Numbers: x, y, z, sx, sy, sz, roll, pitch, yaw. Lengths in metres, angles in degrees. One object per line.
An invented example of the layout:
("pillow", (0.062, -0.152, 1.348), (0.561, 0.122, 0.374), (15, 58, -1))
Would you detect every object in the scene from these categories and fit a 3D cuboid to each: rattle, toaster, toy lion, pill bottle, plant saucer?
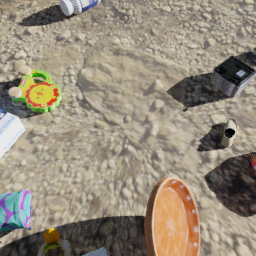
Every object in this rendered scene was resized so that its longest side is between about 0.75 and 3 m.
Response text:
("rattle", (-1.984, 3.479, 7.197), (0.921, 1.011, 1.415), (23, 50, -7))
("toaster", (4.120, -2.026, 11.090), (1.401, 0.832, 1.267), (-36, 63, -23))
("toy lion", (-3.488, -1.468, 10.906), (1.850, 0.663, 1.930), (8, 55, -3))
("pill bottle", (-2.400, -6.354, 13.969), (1.902, 1.056, 1.056), (-36, 63, -22))
("plant saucer", (1.141, 2.546, 7.130), (0.411, 2.547, 2.547), (-13, 47, 34))

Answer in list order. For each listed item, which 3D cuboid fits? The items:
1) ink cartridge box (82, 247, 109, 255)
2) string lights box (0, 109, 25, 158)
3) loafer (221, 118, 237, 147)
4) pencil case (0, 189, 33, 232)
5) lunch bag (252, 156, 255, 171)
("ink cartridge box", (-1.356, 3.878, 6.936), (2.081, 0.617, 1.080), (-18, 75, -12))
("string lights box", (-5.258, -0.145, 9.760), (2.846, 0.839, 1.462), (22, 58, 15))
("loafer", (3.614, 0.094, 9.857), (0.472, 0.426, 1.247), (16, 57, 11))
("pencil case", (-4.004, 2.500, 7.702), (2.609, 1.205, 1.110), (-11, 56, -7))
("lunch bag", (5.128, 1.244, 8.907), (1.632, 0.759, 1.853), (-30, 61, -25))
